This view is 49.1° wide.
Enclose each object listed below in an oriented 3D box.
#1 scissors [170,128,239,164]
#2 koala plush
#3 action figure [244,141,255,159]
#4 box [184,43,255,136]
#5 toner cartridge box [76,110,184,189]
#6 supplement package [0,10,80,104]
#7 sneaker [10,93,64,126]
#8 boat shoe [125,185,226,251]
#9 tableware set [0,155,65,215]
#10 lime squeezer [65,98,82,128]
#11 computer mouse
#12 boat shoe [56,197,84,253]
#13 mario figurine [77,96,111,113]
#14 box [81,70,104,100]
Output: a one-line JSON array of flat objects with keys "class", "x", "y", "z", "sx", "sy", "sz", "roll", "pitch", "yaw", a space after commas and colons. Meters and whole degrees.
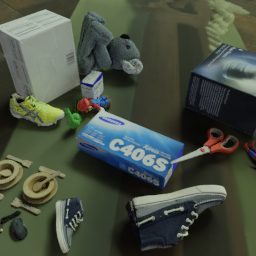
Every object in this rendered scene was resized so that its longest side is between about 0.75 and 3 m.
[{"class": "scissors", "x": 2.396, "y": 0.681, "z": 8.321, "sx": 1.049, "sy": 0.200, "sz": 2.866, "roll": 37, "pitch": 40, "yaw": 23}, {"class": "koala plush", "x": -0.699, "y": -3.167, "z": 11.763, "sx": 2.629, "sy": 2.416, "sz": 2.332, "roll": 9, "pitch": 33, "yaw": -22}, {"class": "action figure", "x": 4.012, "y": 0.917, "z": 8.496, "sx": 0.410, "sy": 0.324, "sz": 1.254, "roll": -9, "pitch": 47, "yaw": -13}, {"class": "box", "x": 3.922, "y": -1.523, "z": 10.060, "sx": 2.658, "sy": 1.651, "sz": 2.679, "roll": 28, "pitch": 51, "yaw": 24}, {"class": "toner cartridge box", "x": 0.040, "y": 0.565, "z": 8.537, "sx": 2.967, "sy": 0.641, "sz": 1.409, "roll": 22, "pitch": 49, "yaw": 20}, {"class": "supplement package", "x": -3.173, "y": -2.564, "z": 10.345, "sx": 1.502, "sy": 2.708, "sz": 2.109, "roll": 32, "pitch": 52, "yaw": 29}, {"class": "sneaker", "x": -3.239, "y": -0.649, "z": 9.745, "sx": 2.088, "sy": 0.798, "sz": 0.787, "roll": 11, "pitch": 44, "yaw": 11}, {"class": "boat shoe", "x": 1.296, "y": 2.210, "z": 6.820, "sx": 2.570, "sy": 0.960, "sz": 1.192, "roll": -10, "pitch": 55, "yaw": -4}, {"class": "tableware set", "x": -3.001, "y": 1.409, "z": 7.863, "sx": 2.169, "sy": 0.435, "sz": 1.434, "roll": 15, "pitch": 46, "yaw": 15}, {"class": "lime squeezer", "x": -1.892, "y": -0.444, "z": 9.623, "sx": 0.438, "sy": 0.820, "sz": 2.323, "roll": -20, "pitch": 14, "yaw": 4}, {"class": "computer mouse", "x": -2.878, "y": 2.448, "z": 6.963, "sx": 0.584, "sy": 0.192, "sz": 0.832, "roll": -21, "pitch": 47, "yaw": -22}, {"class": "boat shoe", "x": -1.383, "y": 2.294, "z": 6.869, "sx": 0.645, "sy": 0.519, "sz": 1.391, "roll": -15, "pitch": 45, "yaw": -5}, {"class": "mario figurine", "x": -1.274, "y": -0.804, "z": 10.261, "sx": 1.233, "sy": 0.653, "sz": 0.761, "roll": -13, "pitch": 10, "yaw": -28}, {"class": "box", "x": -1.327, "y": -1.524, "z": 10.540, "sx": 0.499, "sy": 0.951, "sz": 0.875, "roll": 14, "pitch": 46, "yaw": 14}]
